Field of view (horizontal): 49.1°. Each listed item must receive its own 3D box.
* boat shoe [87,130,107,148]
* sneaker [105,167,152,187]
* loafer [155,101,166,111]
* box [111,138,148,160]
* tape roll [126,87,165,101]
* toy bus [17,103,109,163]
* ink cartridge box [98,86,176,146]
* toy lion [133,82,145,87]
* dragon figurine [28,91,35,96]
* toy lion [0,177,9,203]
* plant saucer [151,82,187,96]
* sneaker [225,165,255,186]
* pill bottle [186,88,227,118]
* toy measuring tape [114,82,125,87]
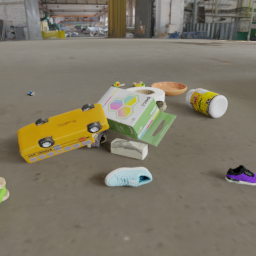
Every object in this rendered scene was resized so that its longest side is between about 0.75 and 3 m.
[{"bbox_3d":[-1.005,0.350,10.021,0.494,0.548,1.524,19,21,8],"label":"boat shoe"},{"bbox_3d":[0.051,1.369,7.599,1.318,0.487,0.540,-10,20,-21],"label":"sneaker"},{"bbox_3d":[1.103,-0.710,11.696,1.439,0.491,0.544,-21,44,48],"label":"loafer"},{"bbox_3d":[0.037,0.690,9.315,1.169,0.400,0.480,9,25,21],"label":"box"},{"bbox_3d":[0.786,-1.465,14.000,2.068,0.723,2.068,0,23,0],"label":"tape roll"},{"bbox_3d":[-1.973,0.160,8.704,2.732,1.070,0.889,-18,58,-6],"label":"toy bus"},{"bbox_3d":[0.135,-0.483,9.631,2.632,0.781,1.366,20,62,34],"label":"ink cartridge box"},{"bbox_3d":[0.716,-2.604,17.371,0.810,0.278,0.777,-15,34,-32],"label":"toy lion"},{"bbox_3d":[-5.479,-1.935,15.762,0.383,0.227,0.771,-1,22,-3],"label":"dragon figurine"},{"bbox_3d":[-3.937,1.813,6.630,1.639,0.563,1.571,3,30,6],"label":"toy lion"},{"bbox_3d":[2.380,-2.283,16.387,2.076,0.388,2.076,0,22,0],"label":"plant saucer"},{"bbox_3d":[3.262,1.283,7.776,1.010,0.502,0.351,2,23,6],"label":"sneaker"},{"bbox_3d":[3.575,-1.220,13.013,1.042,1.042,1.907,-11,25,-25],"label":"pill bottle"},{"bbox_3d":[-0.554,-2.814,17.765,0.846,0.311,0.311,-18,29,-36],"label":"toy measuring tape"}]
